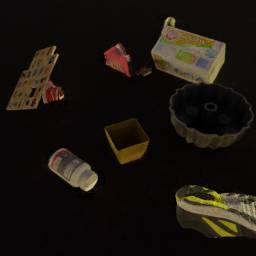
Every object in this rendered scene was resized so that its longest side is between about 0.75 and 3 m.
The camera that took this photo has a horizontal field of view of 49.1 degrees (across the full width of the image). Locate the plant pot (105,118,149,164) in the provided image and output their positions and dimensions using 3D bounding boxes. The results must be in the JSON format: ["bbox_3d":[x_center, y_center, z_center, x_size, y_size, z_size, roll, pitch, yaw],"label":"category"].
[{"bbox_3d":[-0.044,0.520,9.222,1.113,0.982,1.113,-17,49,-16],"label":"plant pot"}]

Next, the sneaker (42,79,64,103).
[{"bbox_3d":[-3.121,-1.671,11.688,0.839,0.531,1.491,-10,54,-4],"label":"sneaker"}]

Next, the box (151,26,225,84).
[{"bbox_3d":[2.588,-3.083,12.131,2.716,1.377,1.528,26,80,24],"label":"box"}]

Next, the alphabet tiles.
[{"bbox_3d":[-3.362,-1.778,9.970,2.071,0.094,2.478,2,67,43],"label":"alphabet tiles"}]

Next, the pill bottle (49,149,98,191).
[{"bbox_3d":[-1.658,1.299,8.589,1.443,0.799,0.799,30,52,25],"label":"pill bottle"}]

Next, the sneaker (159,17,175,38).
[{"bbox_3d":[2.275,-4.571,14.334,1.286,1.116,2.902,17,54,2],"label":"sneaker"}]

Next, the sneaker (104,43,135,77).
[{"bbox_3d":[-0.431,-2.972,12.895,1.076,0.914,2.481,-21,43,-4],"label":"sneaker"}]

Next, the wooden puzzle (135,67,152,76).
[{"bbox_3d":[0.752,-2.630,12.962,0.841,0.059,0.498,-31,53,-27],"label":"wooden puzzle"}]

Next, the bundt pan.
[{"bbox_3d":[2.848,-0.379,10.043,2.873,1.078,2.873,0,46,0],"label":"bundt pan"}]

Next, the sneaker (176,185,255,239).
[{"bbox_3d":[2.479,2.263,7.047,2.660,1.126,0.991,15,32,17],"label":"sneaker"}]
